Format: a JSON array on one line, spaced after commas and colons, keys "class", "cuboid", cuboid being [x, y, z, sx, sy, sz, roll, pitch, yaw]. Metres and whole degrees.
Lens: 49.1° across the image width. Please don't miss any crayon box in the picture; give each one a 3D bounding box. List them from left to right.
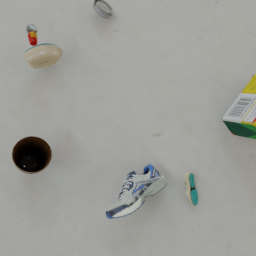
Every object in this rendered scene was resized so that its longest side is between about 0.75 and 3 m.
[{"class": "crayon box", "cuboid": [4.164, -0.487, 7.140, 1.879, 2.961, 0.752, -50, 118, -13]}]

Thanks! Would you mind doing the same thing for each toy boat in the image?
[{"class": "toy boat", "cuboid": [-2.598, -2.378, 8.266, 1.180, 1.403, 0.652, -15, 67, -2]}]

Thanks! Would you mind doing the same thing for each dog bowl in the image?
[{"class": "dog bowl", "cuboid": [-0.831, -3.931, 9.250, 0.753, 0.221, 0.753, 28, 40, -26]}]

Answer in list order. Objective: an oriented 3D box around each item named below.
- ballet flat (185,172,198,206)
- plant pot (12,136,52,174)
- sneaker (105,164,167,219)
[{"class": "ballet flat", "cuboid": [1.727, 1.675, 7.760, 0.326, 0.326, 0.938, -6, 90, -2]}, {"class": "plant pot", "cuboid": [-2.615, 0.831, 7.511, 0.968, 1.036, 0.968, 9, 67, -22]}, {"class": "sneaker", "cuboid": [0.099, 1.616, 7.337, 1.955, 0.753, 0.833, -30, 89, -35]}]
